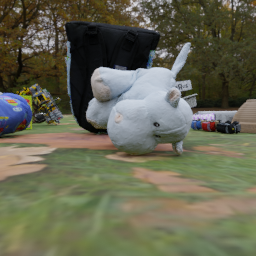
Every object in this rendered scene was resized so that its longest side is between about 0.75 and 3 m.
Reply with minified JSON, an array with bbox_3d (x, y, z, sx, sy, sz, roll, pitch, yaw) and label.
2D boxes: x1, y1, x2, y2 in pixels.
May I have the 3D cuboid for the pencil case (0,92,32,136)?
[{"bbox_3d":[-3.462,-0.354,6.709,1.073,1.195,2.751,-30,-2,13],"label":"pencil case"}]

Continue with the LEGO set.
[{"bbox_3d":[-4.120,-0.643,12.595,2.297,1.731,2.987,-31,-1,-14],"label":"LEGO set"}]

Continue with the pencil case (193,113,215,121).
[{"bbox_3d":[3.084,-0.367,12.234,1.438,0.615,0.603,-1,-1,5],"label":"pencil case"}]

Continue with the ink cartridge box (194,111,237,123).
[{"bbox_3d":[4.383,-0.390,14.132,2.219,0.686,2.737,0,-6,5],"label":"ink cartridge box"}]

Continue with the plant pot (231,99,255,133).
[{"bbox_3d":[4.530,-0.405,9.213,2.310,1.066,2.310,1,4,0],"label":"plant pot"}]

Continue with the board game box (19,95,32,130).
[{"bbox_3d":[-4.709,-0.582,10.617,2.420,1.229,0.576,2,5,29],"label":"board game box"}]

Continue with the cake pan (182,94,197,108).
[{"bbox_3d":[1.835,-0.843,12.721,2.846,0.522,2.846,-19,0,0],"label":"cake pan"}]

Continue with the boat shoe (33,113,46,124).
[{"bbox_3d":[-5.099,-0.510,15.146,1.519,0.561,0.458,-2,3,14],"label":"boat shoe"}]

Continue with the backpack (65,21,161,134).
[{"bbox_3d":[-0.549,-1.267,7.846,2.427,2.975,2.287,4,15,-4],"label":"backpack"}]

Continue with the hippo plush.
[{"bbox_3d":[0.397,-0.147,4.747,2.141,1.706,1.722,-15,36,-5],"label":"hippo plush"}]

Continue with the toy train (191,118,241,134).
[{"bbox_3d":[2.741,-0.057,9.234,0.543,0.405,2.373,-14,8,-18],"label":"toy train"}]
